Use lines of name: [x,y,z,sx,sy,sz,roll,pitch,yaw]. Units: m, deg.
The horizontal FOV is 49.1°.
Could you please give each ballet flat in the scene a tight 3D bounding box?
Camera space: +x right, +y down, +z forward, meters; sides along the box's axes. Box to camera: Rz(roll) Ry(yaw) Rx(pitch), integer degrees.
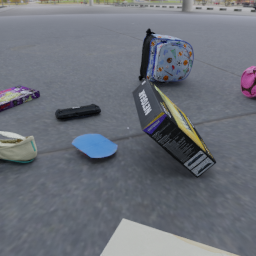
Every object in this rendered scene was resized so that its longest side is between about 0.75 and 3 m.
ballet flat: [-3.490,0.431,7.280,2.276,0.791,0.791,1,27,3]

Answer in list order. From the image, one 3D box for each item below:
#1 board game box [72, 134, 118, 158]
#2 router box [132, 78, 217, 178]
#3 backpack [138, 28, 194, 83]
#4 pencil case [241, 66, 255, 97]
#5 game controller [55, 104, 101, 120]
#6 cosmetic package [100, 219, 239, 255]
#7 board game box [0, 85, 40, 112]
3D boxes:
board game box: [-0.897,0.552,7.632,1.229,0.239,0.971,29,34,35]
router box: [1.082,-0.116,7.240,1.920,0.638,2.442,40,18,-22]
backpack: [1.850,-3.122,12.746,2.273,2.387,1.839,-6,33,-24]
pencil case: [5.970,-2.102,11.597,2.801,1.312,1.271,-14,18,-26]
game controller: [-1.754,-0.578,9.832,1.559,0.328,0.813,-10,14,-20]
cosmetic package: [0.781,2.119,3.557,2.209,1.144,0.808,13,29,21]
board game box: [-4.692,-1.136,10.857,1.302,0.350,2.170,12,29,31]
